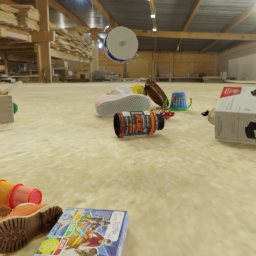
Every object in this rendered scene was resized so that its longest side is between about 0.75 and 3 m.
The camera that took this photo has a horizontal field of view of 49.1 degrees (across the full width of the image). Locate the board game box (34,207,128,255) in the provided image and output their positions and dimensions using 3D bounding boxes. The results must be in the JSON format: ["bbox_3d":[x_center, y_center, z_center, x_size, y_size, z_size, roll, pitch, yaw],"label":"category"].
[{"bbox_3d":[-0.541,1.457,3.518,0.950,0.242,1.403,1,12,7],"label":"board game box"}]

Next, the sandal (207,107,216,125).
[{"bbox_3d":[4.511,-0.412,10.629,2.733,1.002,0.899,5,5,-2],"label":"sandal"}]

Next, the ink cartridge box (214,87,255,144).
[{"bbox_3d":[4.350,-0.451,9.075,2.696,1.117,1.965,5,34,26],"label":"ink cartridge box"}]

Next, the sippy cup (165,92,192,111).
[{"bbox_3d":[2.887,-1.546,16.005,1.374,1.007,1.079,-10,16,-42],"label":"sippy cup"}]

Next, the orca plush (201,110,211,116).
[{"bbox_3d":[4.066,-0.679,13.961,0.811,0.288,0.427,0,-33,-21],"label":"orca plush"}]

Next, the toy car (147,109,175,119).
[{"bbox_3d":[1.141,-0.615,13.128,1.696,0.378,1.596,-6,13,-30],"label":"toy car"}]

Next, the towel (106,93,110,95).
[{"bbox_3d":[-0.179,-2.178,20.023,2.530,0.614,1.413,-6,13,-29],"label":"towel"}]

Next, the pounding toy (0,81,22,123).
[{"bbox_3d":[-6.007,-1.231,12.818,2.387,1.697,2.197,-5,13,-22],"label":"pounding toy"}]

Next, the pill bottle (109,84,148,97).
[{"bbox_3d":[0.007,-1.831,16.452,1.371,1.371,2.448,8,15,34],"label":"pill bottle"}]

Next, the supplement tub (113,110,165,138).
[{"bbox_3d":[0.398,-0.170,9.721,1.690,0.904,0.904,-5,13,-19],"label":"supplement tub"}]

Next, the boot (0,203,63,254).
[{"bbox_3d":[-1.537,1.326,3.847,0.629,0.440,1.173,3,4,33],"label":"boot"}]

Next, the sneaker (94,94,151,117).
[{"bbox_3d":[-0.363,-1.279,14.468,2.894,1.089,1.513,-8,19,-18],"label":"sneaker"}]

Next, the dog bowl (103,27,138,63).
[{"bbox_3d":[-0.301,-3.509,11.825,1.393,1.393,0.549,-4,3,-17],"label":"dog bowl"}]

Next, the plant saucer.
[{"bbox_3d":[1.652,-2.008,16.812,0.337,2.100,2.100,-41,23,-10],"label":"plant saucer"}]

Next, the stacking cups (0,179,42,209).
[{"bbox_3d":[-2.324,1.055,4.802,1.837,0.556,0.556,5,13,15],"label":"stacking cups"}]
